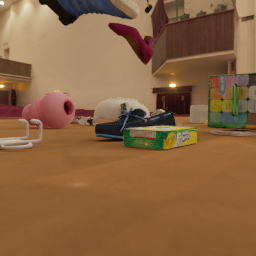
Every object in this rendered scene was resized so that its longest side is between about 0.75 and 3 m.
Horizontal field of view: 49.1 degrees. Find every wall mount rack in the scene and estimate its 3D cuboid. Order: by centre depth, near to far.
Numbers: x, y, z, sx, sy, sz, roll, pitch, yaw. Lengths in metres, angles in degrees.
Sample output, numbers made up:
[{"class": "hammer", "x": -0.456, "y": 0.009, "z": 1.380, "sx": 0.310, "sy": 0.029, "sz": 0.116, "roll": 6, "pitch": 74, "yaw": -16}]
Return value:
[{"class": "wall mount rack", "x": -2.103, "y": 0.055, "z": 4.497, "sx": 1.208, "sy": 0.518, "sz": 1.390, "roll": -2, "pitch": 3, "yaw": -35}]

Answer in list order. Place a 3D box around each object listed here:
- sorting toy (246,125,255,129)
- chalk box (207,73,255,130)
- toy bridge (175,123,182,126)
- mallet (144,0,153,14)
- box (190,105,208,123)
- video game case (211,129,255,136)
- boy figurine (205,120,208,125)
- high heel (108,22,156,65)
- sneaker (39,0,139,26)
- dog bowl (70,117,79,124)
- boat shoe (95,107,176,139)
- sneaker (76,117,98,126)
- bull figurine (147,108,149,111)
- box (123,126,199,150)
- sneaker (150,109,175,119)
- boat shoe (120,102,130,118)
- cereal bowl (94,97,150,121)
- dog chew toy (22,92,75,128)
[{"class": "sorting toy", "x": 3.471, "y": 0.126, "z": 5.646, "sx": 1.161, "sy": 0.281, "sz": 2.062, "roll": 3, "pitch": 0, "yaw": -45}, {"class": "chalk box", "x": 2.980, "y": -0.660, "z": 7.398, "sx": 1.401, "sy": 1.408, "sz": 2.263, "roll": 4, "pitch": 1, "yaw": 38}, {"class": "toy bridge", "x": 1.909, "y": -0.126, "z": 11.355, "sx": 0.398, "sy": 0.161, "sz": 1.184, "roll": 6, "pitch": 6, "yaw": 39}, {"class": "mallet", "x": 0.672, "y": -4.390, "z": 9.787, "sx": 0.194, "sy": 0.310, "sz": 0.941, "roll": 31, "pitch": -5, "yaw": 16}, {"class": "box", "x": 4.218, "y": -0.759, "z": 15.522, "sx": 1.495, "sy": 0.977, "sz": 1.488, "roll": 1, "pitch": 3, "yaw": 10}, {"class": "video game case", "x": 2.809, "y": 0.120, "z": 7.142, "sx": 1.009, "sy": 0.116, "sz": 0.920, "roll": 0, "pitch": 3, "yaw": -28}, {"class": "boy figurine", "x": 3.834, "y": -0.330, "z": 12.657, "sx": 0.830, "sy": 0.516, "sz": 0.268, "roll": -33, "pitch": 36, "yaw": -15}, {"class": "high heel", "x": 0.096, "y": -2.488, "z": 8.280, "sx": 1.741, "sy": 0.837, "sz": 0.587, "roll": 11, "pitch": 9, "yaw": -33}, {"class": "sneaker", "x": -0.994, "y": -3.007, "z": 6.790, "sx": 2.417, "sy": 0.928, "sz": 1.344, "roll": 18, "pitch": -46, "yaw": -31}, {"class": "dog bowl", "x": -2.898, "y": -0.407, "z": 14.705, "sx": 1.016, "sy": 0.375, "sz": 1.016, "roll": 0, "pitch": 4, "yaw": 0}, {"class": "boat shoe", "x": 0.166, "y": -0.111, "z": 6.060, "sx": 1.972, "sy": 0.677, "sz": 0.830, "roll": -2, "pitch": 4, "yaw": -38}, {"class": "sneaker", "x": -1.928, "y": -0.318, "z": 12.797, "sx": 0.997, "sy": 0.398, "sz": 0.649, "roll": -1, "pitch": 2, "yaw": -25}, {"class": "bull figurine", "x": 0.320, "y": -0.799, "z": 16.991, "sx": 1.698, "sy": 0.911, "sz": 2.796, "roll": -1, "pitch": 3, "yaw": -7}, {"class": "box", "x": 0.640, "y": 0.137, "z": 4.862, "sx": 0.799, "sy": 0.329, "sz": 1.362, "roll": 3, "pitch": 3, "yaw": 37}, {"class": "sneaker", "x": 2.026, "y": -0.591, "z": 14.918, "sx": 1.191, "sy": 0.757, "sz": 2.089, "roll": 3, "pitch": 2, "yaw": -11}, {"class": "boat shoe", "x": -0.088, "y": -0.552, "z": 11.889, "sx": 0.440, "sy": 1.240, "sz": 0.447, "roll": -12, "pitch": -38, "yaw": 3}, {"class": "cereal bowl", "x": -0.253, "y": -0.852, "z": 13.514, "sx": 2.754, "sy": 1.147, "sz": 2.754, "roll": 6, "pitch": 2, "yaw": 0}, {"class": "dog chew toy", "x": -3.022, "y": -0.577, "z": 10.352, "sx": 2.115, "sy": 1.317, "sz": 1.317, "roll": -8, "pitch": -1, "yaw": 27}]
